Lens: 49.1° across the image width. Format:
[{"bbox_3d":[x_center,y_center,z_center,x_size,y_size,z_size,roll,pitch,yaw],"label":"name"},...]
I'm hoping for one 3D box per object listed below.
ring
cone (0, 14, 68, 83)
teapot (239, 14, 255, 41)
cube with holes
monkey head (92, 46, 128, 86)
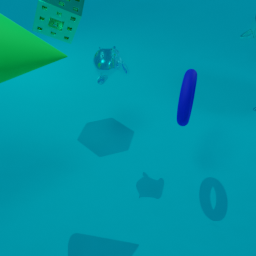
[{"bbox_3d":[1.277,-0.650,6.051,0.249,1.246,1.246,11,41,14],"label":"ring"},{"bbox_3d":[-1.626,-1.217,4.486,1.302,1.298,1.298,2,38,-18],"label":"cone"},{"bbox_3d":[4.344,-2.980,8.313,2.008,1.248,0.983,-5,38,42],"label":"teapot"},{"bbox_3d":[-1.826,-3.147,7.455,1.065,1.065,1.065,15,60,-20],"label":"cube with holes"},{"bbox_3d":[-0.399,-1.386,6.188,0.640,0.764,1.061,-17,58,28],"label":"monkey head"}]
